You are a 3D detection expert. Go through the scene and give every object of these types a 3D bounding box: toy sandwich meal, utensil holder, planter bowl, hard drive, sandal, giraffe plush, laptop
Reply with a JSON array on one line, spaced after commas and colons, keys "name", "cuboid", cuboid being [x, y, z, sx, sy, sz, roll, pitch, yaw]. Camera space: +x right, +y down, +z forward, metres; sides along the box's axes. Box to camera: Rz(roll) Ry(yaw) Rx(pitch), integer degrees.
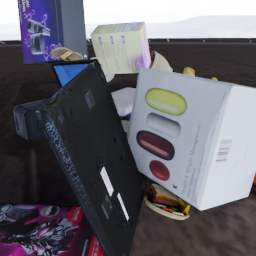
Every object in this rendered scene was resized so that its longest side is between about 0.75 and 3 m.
[{"name": "toy sandwich meal", "cuboid": [0.616, 1.143, 4.366, 0.814, 0.279, 0.814, 20, 0, 0]}, {"name": "utensil holder", "cuboid": [-1.402, -2.924, 14.059, 1.081, 1.081, 1.272, -14, 26, -32]}, {"name": "planter bowl", "cuboid": [1.267, -2.435, 12.412, 1.099, 1.633, 1.633, 21, 17, -16]}, {"name": "hard drive", "cuboid": [-0.086, -1.004, 10.158, 1.620, 0.311, 2.455, 13, 25, 31]}, {"name": "sandal", "cuboid": [-1.393, -1.659, 6.474, 0.770, 0.309, 0.208, 9, 47, -34]}, {"name": "giraffe plush", "cuboid": [2.570, -1.467, 10.288, 1.266, 1.348, 1.562, 13, 32, 11]}, {"name": "laptop", "cuboid": [-0.706, 0.326, 4.144, 1.355, 2.326, 2.624, -11, 26, 19]}]

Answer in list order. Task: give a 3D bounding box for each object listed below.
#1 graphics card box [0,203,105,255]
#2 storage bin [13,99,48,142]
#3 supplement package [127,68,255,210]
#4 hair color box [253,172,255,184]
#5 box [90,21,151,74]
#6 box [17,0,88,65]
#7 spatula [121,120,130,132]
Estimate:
[{"name": "graphics card box", "cuboid": [-1.084, 1.476, 3.657, 1.704, 0.433, 1.069, 1, 22, 4]}, {"name": "storage bin", "cuboid": [-2.275, -0.244, 7.471, 1.270, 0.859, 0.596, -20, 28, -41]}, {"name": "supplement package", "cuboid": [1.152, 0.048, 4.979, 1.440, 1.872, 1.958, 1, 16, -39]}, {"name": "hair color box", "cuboid": [2.764, 0.641, 5.548, 1.003, 0.605, 1.976, -6, 21, -15]}, {"name": "box", "cuboid": [-0.207, -2.702, 9.532, 1.703, 1.498, 0.823, 2, 43, 19]}, {"name": "box", "cuboid": [-2.241, -3.242, 8.190, 1.837, 2.603, 1.026, 3, 11, 30]}, {"name": "spatula", "cuboid": [-0.417, 0.112, 7.510, 1.960, 0.157, 1.363, -9, 28, -28]}]
